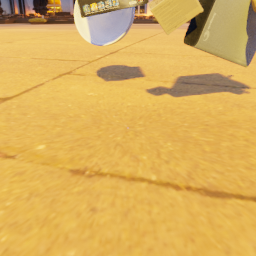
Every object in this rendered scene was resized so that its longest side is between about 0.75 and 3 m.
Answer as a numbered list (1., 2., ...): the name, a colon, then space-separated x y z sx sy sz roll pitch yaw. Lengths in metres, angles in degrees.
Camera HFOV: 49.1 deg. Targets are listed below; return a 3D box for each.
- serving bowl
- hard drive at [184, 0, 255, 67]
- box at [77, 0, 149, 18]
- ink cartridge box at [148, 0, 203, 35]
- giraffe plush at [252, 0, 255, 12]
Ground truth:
1. serving bowl: -0.659 -3.599 8.823 2.045 2.045 0.673 11 12 23
2. hard drive: 2.644 -2.707 6.858 2.878 2.009 0.473 0 28 -45
3. box: -0.489 -3.729 7.092 1.816 1.455 0.402 -15 22 -8
4. ink cartridge box: 0.925 -2.356 5.463 0.835 0.688 0.314 -30 43 21
5. giraffe plush: 3.725 -2.769 5.611 1.700 1.970 1.598 29 17 -2
